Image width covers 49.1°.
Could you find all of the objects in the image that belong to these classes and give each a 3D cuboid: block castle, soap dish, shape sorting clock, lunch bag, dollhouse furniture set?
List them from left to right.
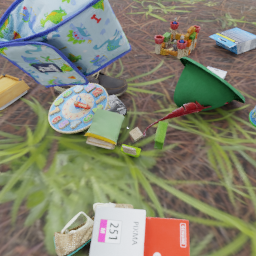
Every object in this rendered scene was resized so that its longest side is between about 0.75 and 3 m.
[{"bbox_3d":[-4.281,-1.278,9.573,1.103,0.570,1.402,20,44,21],"label":"soap dish"},{"bbox_3d":[-1.540,-2.145,6.708,2.670,2.270,1.701,-29,69,6],"label":"lunch bag"},{"bbox_3d":[-1.561,-0.678,8.702,2.019,0.396,2.019,-9,48,10],"label":"shape sorting clock"},{"bbox_3d":[-0.102,0.068,7.464,2.205,0.851,1.102,14,72,10],"label":"dollhouse furniture set"},{"bbox_3d":[2.211,-4.017,12.364,1.467,1.030,2.195,20,45,21],"label":"block castle"}]

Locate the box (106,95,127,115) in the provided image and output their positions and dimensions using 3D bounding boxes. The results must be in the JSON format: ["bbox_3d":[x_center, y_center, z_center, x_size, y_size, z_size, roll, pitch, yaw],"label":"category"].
[{"bbox_3d":[-0.733,-0.608,9.025,1.139,0.275,0.902,-20,45,-22],"label":"box"}]

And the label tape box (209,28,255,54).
[{"bbox_3d":[4.667,-3.836,12.507,1.793,0.593,1.285,-24,46,-22],"label":"label tape box"}]

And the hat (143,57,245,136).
[{"bbox_3d":[1.864,-0.623,8.977,2.860,2.518,2.369,30,10,-27],"label":"hat"}]

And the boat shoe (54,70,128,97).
[{"bbox_3d":[-1.334,-1.638,9.672,2.656,0.974,0.989,3,41,4],"label":"boat shoe"}]

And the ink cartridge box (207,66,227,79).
[{"bbox_3d":[3.279,-2.029,10.740,0.812,0.165,0.814,24,46,25],"label":"ink cartridge box"}]

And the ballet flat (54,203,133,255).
[{"bbox_3d":[-0.702,1.922,5.796,1.812,0.639,0.592,-27,91,-29],"label":"ballet flat"}]

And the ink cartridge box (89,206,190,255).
[{"bbox_3d":[0.209,2.520,4.914,1.816,0.456,2.092,3,57,5],"label":"ink cartridge box"}]

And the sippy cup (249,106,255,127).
[{"bbox_3d":[3.237,-0.372,6.600,0.641,0.599,0.817,-33,58,-10],"label":"sippy cup"}]
